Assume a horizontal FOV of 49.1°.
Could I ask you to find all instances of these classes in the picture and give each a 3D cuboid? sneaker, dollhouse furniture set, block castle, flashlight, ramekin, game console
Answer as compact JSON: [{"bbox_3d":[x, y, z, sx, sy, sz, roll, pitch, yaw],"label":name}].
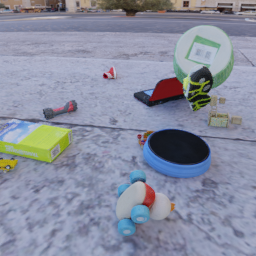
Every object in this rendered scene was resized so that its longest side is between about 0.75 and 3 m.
[{"bbox_3d":[1.908,-1.234,8.209,0.857,2.273,0.868,-29,69,1],"label":"sneaker"},{"bbox_3d":[4.062,-0.661,11.561,1.385,1.225,0.770,6,29,14],"label":"dollhouse furniture set"},{"bbox_3d":[0.870,0.413,10.348,0.988,0.463,0.660,-6,28,-12],"label":"block castle"},{"bbox_3d":[-1.208,-3.513,17.683,0.831,0.564,1.439,-4,27,-11],"label":"sneaker"},{"bbox_3d":[-3.075,-0.871,12.715,1.553,0.528,0.526,-17,31,-30],"label":"flashlight"},{"bbox_3d":[2.736,-2.588,10.233,2.251,2.251,1.099,8,-5,15],"label":"ramekin"},{"bbox_3d":[1.911,-2.155,14.000,2.675,1.587,2.305,-15,32,-27],"label":"game console"}]

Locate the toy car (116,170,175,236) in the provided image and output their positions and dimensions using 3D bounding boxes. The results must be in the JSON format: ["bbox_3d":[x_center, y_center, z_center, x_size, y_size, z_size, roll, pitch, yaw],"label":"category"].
[{"bbox_3d":[0.528,1.994,7.044,1.387,1.227,1.279,23,36,-20],"label":"toy car"}]

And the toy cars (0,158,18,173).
[{"bbox_3d":[-4.248,1.363,8.701,1.646,0.365,0.738,-22,36,-30],"label":"toy cars"}]

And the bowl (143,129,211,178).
[{"bbox_3d":[1.670,0.751,9.474,2.296,0.451,2.296,4,32,-2],"label":"bowl"}]

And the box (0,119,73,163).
[{"bbox_3d":[-3.537,0.406,10.186,2.584,0.616,1.576,9,29,17],"label":"box"}]
